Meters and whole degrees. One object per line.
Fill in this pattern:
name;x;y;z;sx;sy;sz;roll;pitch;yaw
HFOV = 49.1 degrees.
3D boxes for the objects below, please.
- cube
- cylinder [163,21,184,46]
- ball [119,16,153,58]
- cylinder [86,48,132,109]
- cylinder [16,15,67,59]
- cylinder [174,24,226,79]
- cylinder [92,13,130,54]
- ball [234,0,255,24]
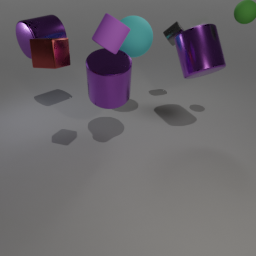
cube;-1.967;-1.915;7.128;0.700;0.700;0.700;7;22;20
cylinder;1.906;-3.822;11.365;0.700;0.700;0.700;-35;21;22
ball;0.179;-3.200;9.849;1.400;1.400;1.400;0;29;0
cylinder;-0.600;-1.568;8.916;1.400;1.400;1.400;2;50;-2
cylinder;-3.332;-3.524;10.805;1.400;1.400;1.400;25;41;37
cylinder;2.379;-2.496;9.292;1.400;1.400;1.400;-14;0;0
cylinder;-0.411;-2.276;6.785;0.700;0.700;0.700;31;15;-9
ball;3.646;-3.588;8.664;0.700;0.700;0.700;0;29;0
